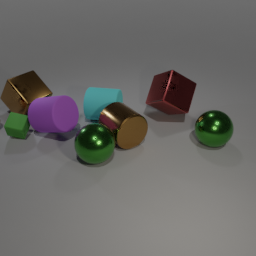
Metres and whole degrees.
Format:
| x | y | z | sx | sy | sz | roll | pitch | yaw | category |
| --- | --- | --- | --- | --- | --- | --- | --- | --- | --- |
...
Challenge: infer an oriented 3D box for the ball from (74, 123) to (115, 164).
| x | y | z | sx | sy | sz | roll | pitch | yaw | category |
| --- | --- | --- | --- | --- | --- | --- | --- | --- | --- |
| -1.133 | 0.532 | 9.603 | 1.400 | 1.400 | 1.400 | 0 | 31 | 0 | ball |

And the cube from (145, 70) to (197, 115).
| x | y | z | sx | sy | sz | roll | pitch | yaw | category |
| --- | --- | --- | --- | --- | --- | --- | --- | --- | --- |
| 1.841 | -1.481 | 12.088 | 1.400 | 1.400 | 1.400 | 23 | -11 | -25 | cube |

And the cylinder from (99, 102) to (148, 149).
| x | y | z | sx | sy | sz | roll | pitch | yaw | category |
| --- | --- | --- | --- | --- | --- | --- | --- | --- | --- |
| -0.193 | -0.114 | 10.677 | 1.400 | 1.400 | 1.400 | -19 | 35 | -28 | cylinder |

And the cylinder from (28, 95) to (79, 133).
| x | y | z | sx | sy | sz | roll | pitch | yaw | category |
| --- | --- | --- | --- | --- | --- | --- | --- | --- | --- |
| -2.890 | -0.524 | 10.907 | 1.400 | 1.400 | 1.400 | -1 | 26 | 33 | cylinder |

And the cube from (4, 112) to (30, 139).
| x | y | z | sx | sy | sz | roll | pitch | yaw | category |
| --- | --- | --- | --- | --- | --- | --- | --- | --- | --- |
| -4.306 | -0.090 | 10.934 | 0.700 | 0.700 | 0.700 | 12 | 57 | -3 | cube |

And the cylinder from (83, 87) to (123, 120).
| x | y | z | sx | sy | sz | roll | pitch | yaw | category |
| --- | --- | --- | --- | --- | --- | --- | --- | --- | --- |
| -1.048 | -1.026 | 12.163 | 1.400 | 1.400 | 1.400 | 5 | 31 | 11 | cylinder |

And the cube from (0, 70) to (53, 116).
| x | y | z | sx | sy | sz | roll | pitch | yaw | category |
| --- | --- | --- | --- | --- | --- | --- | --- | --- | --- |
| -4.475 | -1.423 | 12.348 | 1.400 | 1.400 | 1.400 | 50 | 44 | 2 | cube |

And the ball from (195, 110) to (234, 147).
| x | y | z | sx | sy | sz | roll | pitch | yaw | category |
| --- | --- | --- | --- | --- | --- | --- | --- | --- | --- |
| 3.212 | 0.025 | 10.489 | 1.400 | 1.400 | 1.400 | 0 | 31 | 0 | ball |
